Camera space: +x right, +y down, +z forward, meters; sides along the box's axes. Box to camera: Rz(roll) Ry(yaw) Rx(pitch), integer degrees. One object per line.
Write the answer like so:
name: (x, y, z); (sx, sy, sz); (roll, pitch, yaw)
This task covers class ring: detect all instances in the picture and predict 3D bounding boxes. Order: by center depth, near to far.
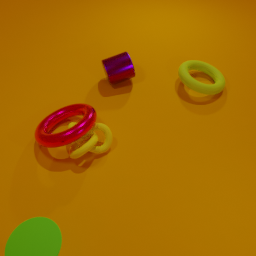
ring: (-1.810, -0.112, 8.147); (1.906, 0.381, 1.906); (-15, 32, 10)
ring: (2.571, -1.784, 9.763); (1.703, 0.341, 1.703); (9, 46, -9)

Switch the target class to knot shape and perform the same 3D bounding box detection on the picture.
knot shape: (-1.209, 0.378, 7.951); (1.342, 0.620, 1.256); (18, 49, 15)

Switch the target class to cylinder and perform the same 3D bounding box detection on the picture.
cylinder: (-0.334, -2.059, 9.716); (0.932, 0.932, 0.932); (-21, 53, -4)

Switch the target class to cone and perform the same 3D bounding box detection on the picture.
cone: (-1.767, 2.591, 5.802); (1.110, 1.114, 1.110); (-3, 51, 4)
